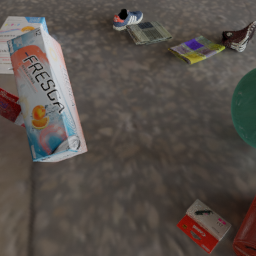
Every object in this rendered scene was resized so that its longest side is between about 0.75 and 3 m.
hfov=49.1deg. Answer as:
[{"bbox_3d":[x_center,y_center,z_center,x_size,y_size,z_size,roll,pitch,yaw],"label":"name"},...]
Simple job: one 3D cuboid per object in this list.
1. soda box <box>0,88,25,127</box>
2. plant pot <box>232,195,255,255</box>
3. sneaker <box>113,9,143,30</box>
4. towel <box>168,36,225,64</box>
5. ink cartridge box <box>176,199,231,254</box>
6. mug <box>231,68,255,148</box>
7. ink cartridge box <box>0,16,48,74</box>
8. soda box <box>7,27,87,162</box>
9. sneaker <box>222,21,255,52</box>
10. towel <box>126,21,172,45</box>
[{"bbox_3d":[-3.333,-0.703,7.368,1.944,0.680,0.616,27,85,18],"label":"soda box"},{"bbox_3d":[2.869,1.756,4.925,1.801,1.801,1.751,34,65,26],"label":"plant pot"},{"bbox_3d":[0.034,-4.397,10.946,0.572,0.645,1.525,32,56,25],"label":"sneaker"},{"bbox_3d":[2.362,-2.738,9.721,1.677,0.191,1.204,-24,47,-20],"label":"towel"},{"bbox_3d":[1.521,1.961,5.659,0.835,0.182,0.725,36,57,27],"label":"ink cartridge box"},{"bbox_3d":[3.617,-0.327,6.599,2.091,2.545,1.574,-51,21,-16],"label":"mug"},{"bbox_3d":[-3.653,-2.856,9.488,1.347,0.794,2.340,1,49,1],"label":"ink cartridge box"},{"bbox_3d":[-1.875,-0.738,6.531,0.939,1.010,2.953,-19,78,11],"label":"soda box"},{"bbox_3d":[3.974,-3.451,10.137,0.977,0.640,1.691,24,54,23],"label":"sneaker"},{"bbox_3d":[0.771,-3.571,10.544,1.366,0.245,1.418,-13,48,-15],"label":"towel"}]
